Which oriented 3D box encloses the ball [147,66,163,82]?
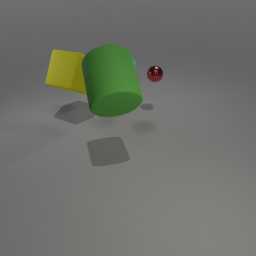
[{"bbox_3d":[1.146,-2.283,11.850,0.700,0.700,0.700,0,30,0],"label":"ball"}]

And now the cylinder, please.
[{"bbox_3d":[-0.433,-1.204,7.398,1.400,1.400,1.400,-8,68,-13],"label":"cylinder"}]

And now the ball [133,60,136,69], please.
[{"bbox_3d":[-0.006,-2.678,12.084,0.700,0.700,0.700,0,30,0],"label":"ball"}]

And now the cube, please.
[{"bbox_3d":[-2.183,-2.181,11.193,1.400,1.400,1.400,15,3,28],"label":"cube"}]
